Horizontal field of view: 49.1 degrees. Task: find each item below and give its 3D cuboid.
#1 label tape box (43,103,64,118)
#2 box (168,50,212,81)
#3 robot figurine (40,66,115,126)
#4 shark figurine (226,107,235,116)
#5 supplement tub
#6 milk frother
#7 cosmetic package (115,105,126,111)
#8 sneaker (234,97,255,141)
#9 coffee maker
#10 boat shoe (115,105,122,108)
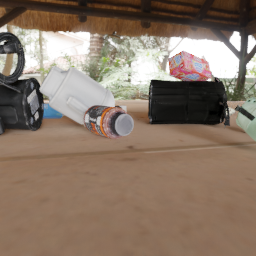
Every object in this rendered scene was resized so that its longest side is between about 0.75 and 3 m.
[{"bbox_3d":[-4.116,-0.925,14.403,1.589,0.697,2.204,-1,7,-9],"label":"label tape box"},{"bbox_3d":[2.414,-2.318,10.932,1.643,0.784,0.819,10,-21,-37],"label":"box"},{"bbox_3d":[-1.576,-0.993,9.506,2.698,1.524,2.288,31,18,-20],"label":"robot figurine"},{"bbox_3d":[3.829,-1.320,14.746,1.845,3.088,1.288,-35,-18,-25],"label":"shark figurine"},{"bbox_3d":[-0.521,-0.175,7.608,0.854,0.854,1.598,-5,9,-33],"label":"supplement tub"},{"bbox_3d":[-4.237,-1.245,8.286,2.705,2.876,2.596,0,11,2],"label":"milk frother"},{"bbox_3d":[-1.367,-0.943,15.242,1.611,0.552,2.136,2,7,40],"label":"cosmetic package"},{"bbox_3d":[3.059,-0.674,5.644,0.759,2.063,1.217,33,10,-31],"label":"sneaker"},{"bbox_3d":[2.142,-1.025,10.552,2.758,1.857,2.649,0,8,5],"label":"coffee maker"},{"bbox_3d":[-0.520,-0.608,11.552,0.757,0.670,2.067,6,8,-23],"label":"boat shoe"}]
